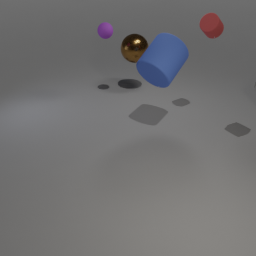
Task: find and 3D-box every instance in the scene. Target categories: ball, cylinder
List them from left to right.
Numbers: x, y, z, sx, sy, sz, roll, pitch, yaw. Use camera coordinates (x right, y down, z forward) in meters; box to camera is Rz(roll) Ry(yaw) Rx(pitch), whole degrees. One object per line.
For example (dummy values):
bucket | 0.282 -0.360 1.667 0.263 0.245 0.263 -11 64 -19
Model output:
ball | -1.013 -4.347 12.511 0.700 0.700 0.700 0 30 0
ball | 0.332 -3.950 13.909 1.400 1.400 1.400 0 30 0
cylinder | 1.240 -2.415 10.081 1.400 1.400 1.400 24 72 35
cylinder | 3.045 -3.709 10.182 0.700 0.700 0.700 22 7 32

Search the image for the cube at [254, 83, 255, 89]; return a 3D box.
cube | 4.773 -1.392 9.389 0.700 0.700 0.700 58 15 15
